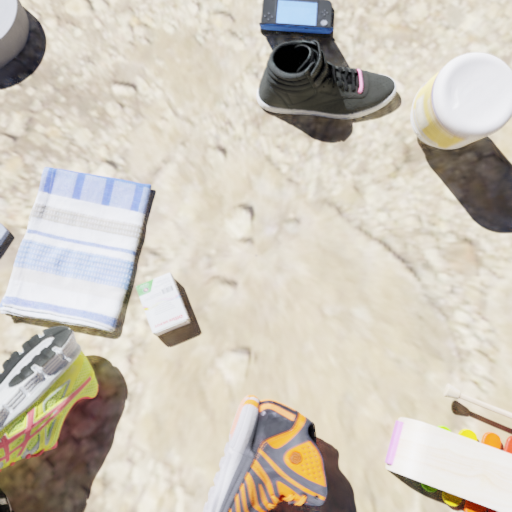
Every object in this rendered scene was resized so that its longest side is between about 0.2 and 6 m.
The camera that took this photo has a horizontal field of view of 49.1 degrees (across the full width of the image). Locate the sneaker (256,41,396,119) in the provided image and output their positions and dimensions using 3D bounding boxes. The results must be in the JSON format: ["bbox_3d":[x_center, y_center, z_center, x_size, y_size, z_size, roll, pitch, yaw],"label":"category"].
[{"bbox_3d":[1.128,-2.701,8.527,2.225,1.103,0.787,-1,73,-2],"label":"sneaker"}]

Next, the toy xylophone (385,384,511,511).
[{"bbox_3d":[2.812,2.616,7.335,2.024,0.509,1.482,27,76,7],"label":"toy xylophone"}]

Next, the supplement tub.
[{"bbox_3d":[2.839,-2.103,7.884,1.103,1.518,1.103,0,93,0],"label":"supplement tub"}]

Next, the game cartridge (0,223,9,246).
[{"bbox_3d":[-4.171,-0.372,8.364,0.881,0.178,0.587,27,79,7],"label":"game cartridge"}]

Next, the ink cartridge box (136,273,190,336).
[{"bbox_3d":[-1.318,0.697,7.974,0.539,0.325,0.742,-22,74,-5],"label":"ink cartridge box"}]

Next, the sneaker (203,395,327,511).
[{"bbox_3d":[0.108,3.053,6.855,1.359,0.941,2.426,19,88,-2],"label":"sneaker"}]

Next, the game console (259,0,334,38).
[{"bbox_3d":[0.664,-3.940,9.086,1.184,0.701,1.011,5,75,0],"label":"game console"}]

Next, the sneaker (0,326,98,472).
[{"bbox_3d":[-3.057,2.223,6.952,2.747,1.240,1.074,-44,35,-23],"label":"sneaker"}]

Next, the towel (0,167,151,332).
[{"bbox_3d":[-2.628,-0.133,8.235,1.732,0.281,2.358,11,74,2],"label":"towel"}]

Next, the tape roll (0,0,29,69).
[{"bbox_3d":[-4.629,-3.825,9.126,1.676,0.554,1.676,0,75,-1],"label":"tape roll"}]

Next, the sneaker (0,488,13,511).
[{"bbox_3d":[-3.235,3.510,6.840,2.625,0.993,1.151,19,74,4],"label":"sneaker"}]
